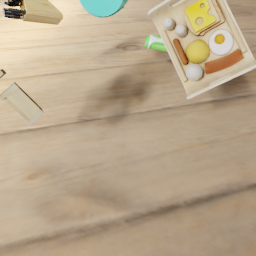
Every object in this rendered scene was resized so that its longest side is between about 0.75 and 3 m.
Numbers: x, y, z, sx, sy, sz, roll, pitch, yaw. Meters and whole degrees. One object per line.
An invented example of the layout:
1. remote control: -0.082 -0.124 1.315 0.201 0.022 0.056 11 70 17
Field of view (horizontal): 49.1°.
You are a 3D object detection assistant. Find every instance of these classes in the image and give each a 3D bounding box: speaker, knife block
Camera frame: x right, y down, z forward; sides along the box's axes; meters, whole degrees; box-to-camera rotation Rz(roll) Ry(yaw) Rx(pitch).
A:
1. speaker: 1.302 -3.205 10.678 1.262 0.558 0.558 9 34 -6
2. knife block: -3.215 -3.812 9.312 0.530 1.658 1.455 -16 39 54

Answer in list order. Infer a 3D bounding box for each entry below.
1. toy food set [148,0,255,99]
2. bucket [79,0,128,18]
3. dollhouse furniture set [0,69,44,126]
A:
1. toy food set: 1.473 -1.841 5.743 1.511 2.105 0.636 -25 -4 24
2. bucket: -0.714 -4.070 8.209 1.572 1.572 1.023 4 34 6
3. dollhouse furniture set: -2.789 -0.607 4.537 1.432 2.575 2.278 -44 22 -7
